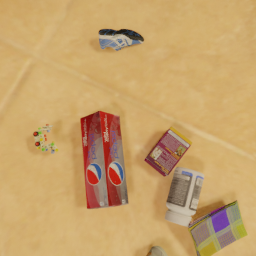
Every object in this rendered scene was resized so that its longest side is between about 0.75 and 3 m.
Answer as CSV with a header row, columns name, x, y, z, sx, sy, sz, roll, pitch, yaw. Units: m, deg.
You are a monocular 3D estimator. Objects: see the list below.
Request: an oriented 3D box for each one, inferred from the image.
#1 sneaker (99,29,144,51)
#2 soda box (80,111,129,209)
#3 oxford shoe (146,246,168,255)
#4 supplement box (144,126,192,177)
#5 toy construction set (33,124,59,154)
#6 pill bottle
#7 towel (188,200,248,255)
name,x,y,z,sx,sy,sz,roll,pitch,yaw
sneaker,-0.229,-2.884,9.202,1.543,0.594,0.584,-1,40,-15
soda box,-0.687,0.900,7.923,0.830,0.916,2.617,-18,71,36
oxford shoe,1.057,4.077,7.219,0.590,0.768,2.042,-7,51,-41
supplement box,1.176,0.704,8.262,0.813,0.641,1.242,39,79,6
toy construction set,-2.330,0.306,7.951,0.618,0.434,0.942,-11,67,-11
pill bottle,1.560,1.922,7.868,0.853,0.853,1.499,17,79,4
towel,2.485,2.842,7.712,1.684,0.192,1.209,-22,103,-14
